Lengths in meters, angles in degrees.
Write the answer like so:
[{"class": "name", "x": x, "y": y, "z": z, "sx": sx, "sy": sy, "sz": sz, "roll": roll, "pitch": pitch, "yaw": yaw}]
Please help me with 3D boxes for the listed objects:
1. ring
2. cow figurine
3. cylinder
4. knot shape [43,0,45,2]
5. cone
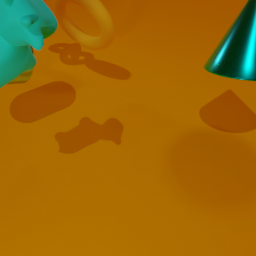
[{"class": "ring", "x": -1.131, "y": -2.732, "z": 7.130, "sx": 1.785, "sy": 1.785, "sz": 0.357, "roll": 24, "pitch": 65, "yaw": 21}, {"class": "cow figurine", "x": -1.707, "y": -1.056, "z": 3.699, "sx": 1.650, "sy": 0.906, "sz": 1.623, "roll": -42, "pitch": 12, "yaw": -7}, {"class": "cylinder", "x": -2.933, "y": -1.589, "z": 6.015, "sx": 1.332, "sy": 1.332, "sz": 1.332, "roll": -14, "pitch": 43, "yaw": -44}, {"class": "knot shape", "x": -2.655, "y": -3.801, "z": 6.915, "sx": 1.882, "sy": 1.761, "sz": 0.870, "roll": 36, "pitch": 92, "yaw": 27}, {"class": "cone", "x": 2.299, "y": -1.837, "z": 5.109, "sx": 1.593, "sy": 1.599, "sz": 1.593, "roll": 1, "pitch": 25, "yaw": 0}]
